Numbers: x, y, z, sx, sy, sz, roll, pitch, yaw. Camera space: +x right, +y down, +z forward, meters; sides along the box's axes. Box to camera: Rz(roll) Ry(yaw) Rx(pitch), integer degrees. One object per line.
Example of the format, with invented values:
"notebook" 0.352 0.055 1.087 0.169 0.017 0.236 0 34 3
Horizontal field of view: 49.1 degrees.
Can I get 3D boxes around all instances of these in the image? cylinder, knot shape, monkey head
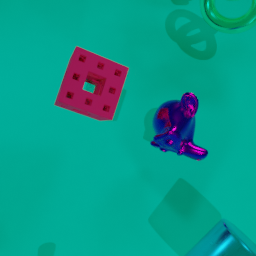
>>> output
"cylinder" 1.338 2.113 3.784 1.237 1.237 1.237 44 95 18
"knot shape" 2.049 -3.024 5.339 1.916 2.048 0.946 27 24 -27
"monkey head" 0.979 0.023 5.088 1.136 1.579 0.952 24 71 2

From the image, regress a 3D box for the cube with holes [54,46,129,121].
"cube with holes" -0.679 -0.717 4.949 0.927 0.927 0.927 19 85 -17
